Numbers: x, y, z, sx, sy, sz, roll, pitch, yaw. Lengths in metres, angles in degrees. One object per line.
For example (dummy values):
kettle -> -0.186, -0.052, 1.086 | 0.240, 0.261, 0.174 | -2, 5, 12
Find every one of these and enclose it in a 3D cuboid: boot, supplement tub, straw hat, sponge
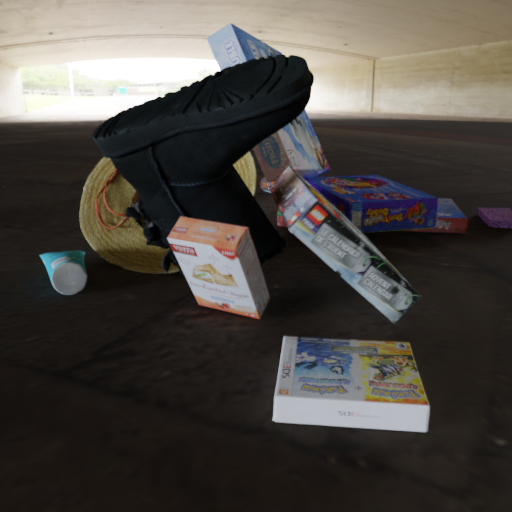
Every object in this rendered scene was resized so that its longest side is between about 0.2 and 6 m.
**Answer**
boot -> -0.369, -0.984, 7.602 | 3.251, 2.664, 1.203 | -12, 37, 25
supplement tub -> 0.509, -1.994, 15.893 | 0.444, 0.444, 0.829 | -12, 21, -34
straw hat -> -1.432, -0.879, 10.433 | 3.326, 3.326, 1.408 | 6, -22, 18
sponge -> 5.522, -0.872, 12.713 | 0.717, 0.192, 1.285 | 3, 17, 9

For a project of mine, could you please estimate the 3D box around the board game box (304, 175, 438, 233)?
board game box -> 2.248, -1.138, 11.608 | 1.799, 0.599, 2.676 | -4, 18, -12

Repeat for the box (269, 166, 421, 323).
box -> 1.155, -0.309, 8.187 | 1.908, 0.556, 2.787 | 40, 11, -15

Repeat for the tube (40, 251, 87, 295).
tube -> -3.104, 0.143, 9.112 | 0.765, 0.498, 1.975 | 2, 11, -22

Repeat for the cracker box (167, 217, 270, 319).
cracker box -> -0.449, 0.177, 7.220 | 0.962, 1.437, 0.414 | 10, 53, 24

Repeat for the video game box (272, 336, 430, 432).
video game box -> 0.925, 1.254, 5.708 | 1.426, 0.334, 1.299 | 2, 20, 6

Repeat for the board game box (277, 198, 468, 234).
board game box -> 2.574, -1.008, 12.815 | 3.963, 0.385, 2.040 | 3, 17, 9

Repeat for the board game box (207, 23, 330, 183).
board game box -> 0.426, -3.209, 12.387 | 0.685, 3.159, 3.143 | -23, 0, 24
